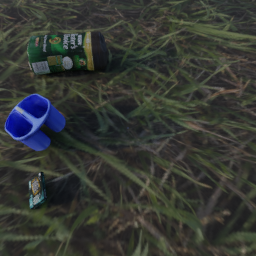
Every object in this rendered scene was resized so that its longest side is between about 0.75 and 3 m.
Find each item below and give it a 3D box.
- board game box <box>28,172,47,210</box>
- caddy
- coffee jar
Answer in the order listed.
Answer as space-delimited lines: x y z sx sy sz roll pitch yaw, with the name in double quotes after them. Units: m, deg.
-2.167 1.485 6.679 0.509 0.106 0.753 -37 50 20 "board game box"
-2.493 -0.212 7.282 1.793 0.941 1.268 24 71 47 "caddy"
-1.981 -2.542 9.450 2.537 1.082 1.323 -6 48 -5 "coffee jar"
